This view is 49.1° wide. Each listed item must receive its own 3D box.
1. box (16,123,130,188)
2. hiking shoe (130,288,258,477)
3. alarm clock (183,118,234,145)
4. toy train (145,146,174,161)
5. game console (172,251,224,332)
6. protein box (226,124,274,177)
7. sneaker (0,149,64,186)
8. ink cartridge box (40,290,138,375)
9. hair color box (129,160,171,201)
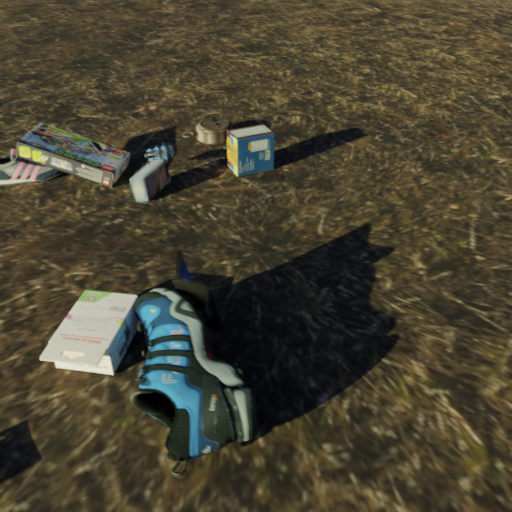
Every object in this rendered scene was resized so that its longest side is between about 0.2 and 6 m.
[{"bbox_3d":[-4.328,-2.423,13.406,2.293,0.398,1.262,18,34,-4],"label":"box"},{"bbox_3d":[-1.194,1.464,7.662,1.304,1.119,3.007,-20,38,-25],"label":"hiking shoe"},{"bbox_3d":[-1.284,-3.435,15.419,1.500,0.499,1.012,-14,37,-15],"label":"alarm clock"},{"bbox_3d":[-2.301,-2.459,13.464,0.730,0.316,0.417,-6,9,21],"label":"toy train"},{"bbox_3d":[-0.865,0.550,8.656,0.924,1.051,0.612,14,52,27],"label":"game console"},{"bbox_3d":[-0.140,-2.583,13.692,0.984,0.977,0.664,-14,37,-19],"label":"protein box"},{"bbox_3d":[-5.449,-2.181,13.297,1.855,0.761,0.651,-13,36,-18],"label":"sneaker"},{"bbox_3d":[-2.452,1.239,8.488,0.946,0.544,1.615,5,34,9],"label":"ink cartridge box"},{"bbox_3d":[-2.404,-1.740,12.811,0.334,0.545,1.100,1,32,23],"label":"hair color box"}]
